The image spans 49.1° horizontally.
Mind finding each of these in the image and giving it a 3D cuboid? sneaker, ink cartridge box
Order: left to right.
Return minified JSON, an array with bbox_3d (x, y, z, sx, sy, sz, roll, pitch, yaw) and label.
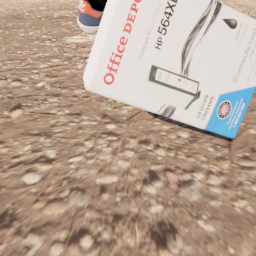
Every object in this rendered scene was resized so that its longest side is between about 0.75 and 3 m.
[{"bbox_3d":[-0.179,-3.467,7.608,2.561,1.082,0.960,-30,68,-22],"label":"sneaker"},{"bbox_3d":[0.687,-1.018,4.153,2.329,1.700,0.982,16,10,-15],"label":"ink cartridge box"}]
